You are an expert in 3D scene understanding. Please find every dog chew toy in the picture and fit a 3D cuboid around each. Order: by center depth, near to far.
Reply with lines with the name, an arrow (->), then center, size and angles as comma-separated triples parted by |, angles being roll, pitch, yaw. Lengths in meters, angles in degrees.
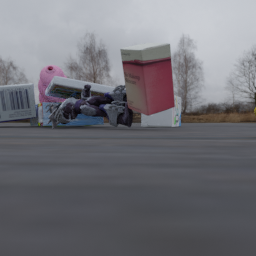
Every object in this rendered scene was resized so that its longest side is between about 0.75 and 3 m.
dog chew toy -> -2.926, -1.580, 11.189 | 1.439, 1.439, 2.311 | 0, -30, -6

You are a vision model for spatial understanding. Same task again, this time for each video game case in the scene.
video game case -> -1.305, -1.098, 8.850 | 2.335, 0.277, 2.126 | 8, -6, -22

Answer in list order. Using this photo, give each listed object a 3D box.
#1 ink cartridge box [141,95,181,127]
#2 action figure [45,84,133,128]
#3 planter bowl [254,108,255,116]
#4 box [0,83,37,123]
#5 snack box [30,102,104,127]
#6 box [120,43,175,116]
ink cartridge box -> 1.064, -0.517, 8.775 | 0.971, 0.975, 1.329 | 2, 3, 22
action figure -> -0.982, -0.548, 6.804 | 2.364, 0.820, 1.538 | -1, 38, 18
planter bowl -> 4.025, -0.571, 8.270 | 0.394, 0.945, 0.945 | 36, 9, 11
box -> -4.185, -0.775, 9.154 | 1.969, 1.124, 2.141 | -9, 8, -26
snack box -> -2.215, -0.452, 9.787 | 2.025, 0.813, 2.401 | -1, 0, -28
box -> 0.394, -0.999, 5.601 | 0.697, 1.280, 0.818 | -19, 24, -24
